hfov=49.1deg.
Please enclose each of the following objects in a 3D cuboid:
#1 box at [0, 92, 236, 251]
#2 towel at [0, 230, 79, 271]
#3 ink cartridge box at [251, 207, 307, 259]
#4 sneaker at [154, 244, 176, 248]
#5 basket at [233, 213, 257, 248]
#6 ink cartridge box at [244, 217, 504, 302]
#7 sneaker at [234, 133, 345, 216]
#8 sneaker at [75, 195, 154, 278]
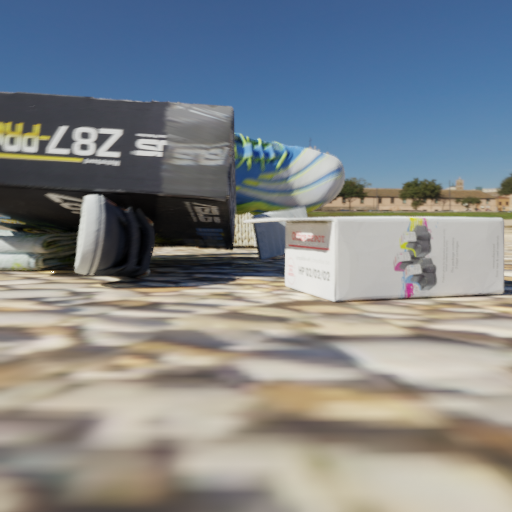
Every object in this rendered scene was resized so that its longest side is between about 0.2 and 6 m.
[{"bbox_3d":[-1.838,-0.808,6.708,3.206,0.977,3.977,2,-6,-2],"label":"box"},{"bbox_3d":[-3.063,-0.096,6.912,1.912,0.460,1.636,1,1,10],"label":"towel"},{"bbox_3d":[0.396,-0.361,8.688,0.845,0.676,0.200,-12,10,-11],"label":"ink cartridge box"},{"bbox_3d":[-2.319,-0.523,14.835,0.914,0.651,1.842,3,9,15],"label":"sneaker"},{"bbox_3d":[-0.766,-1.205,14.048,1.644,2.045,2.026,-2,3,-7],"label":"basket"},{"bbox_3d":[0.805,-0.005,4.072,1.642,0.557,0.945,-1,3,-16],"label":"ink cartridge box"},{"bbox_3d":[-0.303,-1.339,8.771,3.342,1.266,1.756,-2,-12,9],"label":"sneaker"},{"bbox_3d":[-1.230,-0.146,4.984,0.689,0.681,1.736,8,-1,-15],"label":"sneaker"}]
